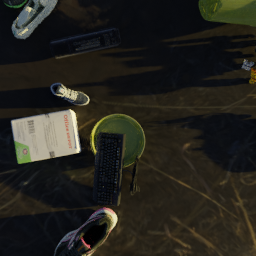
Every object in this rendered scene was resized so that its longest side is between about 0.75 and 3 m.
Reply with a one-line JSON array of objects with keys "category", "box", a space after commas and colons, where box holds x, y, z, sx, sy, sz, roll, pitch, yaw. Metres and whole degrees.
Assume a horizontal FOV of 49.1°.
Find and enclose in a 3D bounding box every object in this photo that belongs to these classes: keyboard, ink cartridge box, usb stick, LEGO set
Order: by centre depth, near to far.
[{"category": "ink cartridge box", "box": [-2.650, 0.285, 9.250, 1.959, 0.823, 1.425, -10, 87, -1]}, {"category": "keyboard", "box": [-0.337, 1.399, 9.277, 1.567, 0.254, 2.466, 5, 98, 0]}, {"category": "usb stick", "box": [-1.470, -2.909, 9.582, 2.426, 0.396, 0.673, -12, 118, 0]}, {"category": "LEGO set", "box": [4.481, -1.778, 9.582, 1.343, 0.551, 0.512, 22, 56, 6]}]

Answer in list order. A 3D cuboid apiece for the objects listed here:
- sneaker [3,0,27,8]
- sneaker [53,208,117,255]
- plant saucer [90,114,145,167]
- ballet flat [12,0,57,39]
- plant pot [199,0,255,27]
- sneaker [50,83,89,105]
[{"category": "sneaker", "box": [-3.886, -5.417, 9.412, 1.047, 1.143, 2.729, 1, 87, 0]}, {"category": "sneaker", "box": [-1.501, 3.667, 8.901, 1.075, 1.155, 2.676, 40, 88, 3]}, {"category": "plant saucer", "box": [-0.342, 0.423, 9.404, 1.814, 0.282, 1.814, 0, 97, 0]}, {"category": "ballet flat", "box": [-3.164, -4.031, 9.549, 0.814, 0.814, 2.268, 33, 87, 2]}, {"category": "plant pot", "box": [3.463, -4.126, 8.572, 2.238, 2.357, 2.357, -7, 87, -10]}, {"category": "sneaker", "box": [-1.978, -1.133, 9.387, 1.320, 0.716, 0.463, 20, 87, 1]}]
